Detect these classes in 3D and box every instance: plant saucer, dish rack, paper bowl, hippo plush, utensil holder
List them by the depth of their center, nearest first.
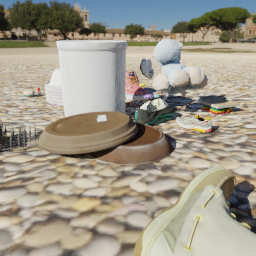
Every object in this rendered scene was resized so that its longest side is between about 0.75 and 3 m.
[{"bbox_3d":[0.025,0.313,7.570,2.382,0.410,2.382,1,17,0],"label":"plant saucer"},{"bbox_3d":[-1.078,0.014,7.588,2.700,0.398,2.700,-6,17,2],"label":"plant saucer"},{"bbox_3d":[-2.915,0.212,7.784,1.674,0.457,1.284,-5,20,-17],"label":"dish rack"},{"bbox_3d":[-1.170,-1.587,9.619,2.302,2.709,2.302,0,18,0],"label":"utensil holder"},{"bbox_3d":[1.812,-2.247,10.085,1.860,1.877,2.335,-10,-7,17],"label":"hippo plush"},{"bbox_3d":[-2.337,-1.986,12.820,2.852,1.483,2.852,-1,19,0],"label":"paper bowl"}]

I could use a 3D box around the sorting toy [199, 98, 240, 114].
[{"bbox_3d":[3.594,-0.862,11.111,1.114,0.390,1.121,-8,20,-24],"label":"sorting toy"}]

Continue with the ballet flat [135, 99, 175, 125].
[{"bbox_3d":[0.983,-0.618,9.708,0.710,0.714,2.088,-9,8,41],"label":"ballet flat"}]

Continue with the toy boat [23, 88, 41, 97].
[{"bbox_3d":[-4.693,-1.714,13.829,0.848,0.394,0.713,-24,24,-35],"label":"toy boat"}]

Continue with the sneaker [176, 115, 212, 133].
[{"bbox_3d":[2.122,-0.219,8.992,1.223,0.503,0.476,12,22,35],"label":"sneaker"}]

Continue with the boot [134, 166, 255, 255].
[{"bbox_3d":[1.425,1.390,3.615,1.778,0.828,2.299,14,29,39],"label":"boot"}]

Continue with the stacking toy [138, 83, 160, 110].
[{"bbox_3d":[0.896,-1.155,10.138,0.286,0.919,1.219,-10,-1,44],"label":"stacking toy"}]

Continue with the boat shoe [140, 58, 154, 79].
[{"bbox_3d":[0.646,-2.239,10.551,0.420,0.509,1.483,26,-5,17],"label":"boat shoe"}]

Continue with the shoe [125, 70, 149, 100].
[{"bbox_3d":[0.186,-2.140,13.668,0.949,1.208,2.656,-9,20,-25],"label":"shoe"}]
